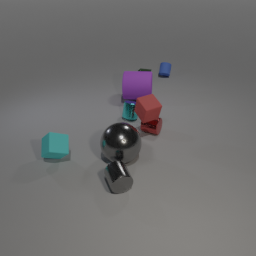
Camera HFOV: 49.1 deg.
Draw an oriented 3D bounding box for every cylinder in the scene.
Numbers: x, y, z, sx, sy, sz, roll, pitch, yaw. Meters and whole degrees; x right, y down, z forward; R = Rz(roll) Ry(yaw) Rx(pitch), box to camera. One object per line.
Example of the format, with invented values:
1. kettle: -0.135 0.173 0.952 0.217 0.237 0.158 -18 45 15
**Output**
1. cylinder: 0.488 -2.118 13.995 1.400 1.400 1.400 2 29 6
2. cylinder: 2.339 -3.687 17.621 0.700 0.700 0.700 10 -6 1
3. cylinder: -0.281 1.460 8.359 0.700 0.700 0.700 -10 38 -18
4. cylinder: 0.955 -0.136 11.369 0.700 0.700 0.700 13 31 23
5. cylinder: 0.124 -0.796 12.456 0.700 0.700 0.700 9 17 -3

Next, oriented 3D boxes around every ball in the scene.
1. ball: -0.239 0.505 9.466 1.400 1.400 1.400 0 29 0

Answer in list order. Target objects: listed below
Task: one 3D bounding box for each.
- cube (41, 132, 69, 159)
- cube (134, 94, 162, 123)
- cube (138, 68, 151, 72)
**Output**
1. cube: -2.485 0.610 9.532 0.700 0.700 0.700 10 -26 -36
2. cube: 0.737 -0.725 10.381 0.700 0.700 0.700 -18 55 -23
3. cube: 0.975 -3.131 16.775 0.700 0.700 0.700 9 24 12
